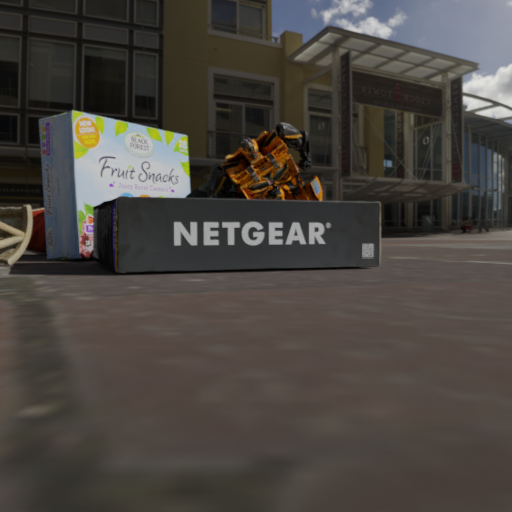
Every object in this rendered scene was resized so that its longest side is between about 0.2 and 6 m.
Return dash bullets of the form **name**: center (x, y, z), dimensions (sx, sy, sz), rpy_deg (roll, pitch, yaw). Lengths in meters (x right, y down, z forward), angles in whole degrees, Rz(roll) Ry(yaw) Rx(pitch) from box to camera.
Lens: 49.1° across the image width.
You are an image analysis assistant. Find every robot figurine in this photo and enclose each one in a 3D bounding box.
- **robot figurine**: center (0.296, -1.026, 9.187), dimensions (1.839, 0.738, 2.536), rpy_deg (-35, -31, 0)

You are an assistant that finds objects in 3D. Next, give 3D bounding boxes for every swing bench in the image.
- **swing bench**: center (-3.984, -0.279, 7.435), dimensions (1.369, 0.893, 1.376), rpy_deg (0, 0, 24)

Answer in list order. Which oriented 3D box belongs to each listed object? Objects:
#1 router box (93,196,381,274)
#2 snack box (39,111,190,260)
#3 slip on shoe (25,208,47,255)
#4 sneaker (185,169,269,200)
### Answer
- **router box**: center (-0.405, -0.290, 7.517), dimensions (3.268, 0.853, 2.569), rpy_deg (-1, 2, -21)
- **snack box**: center (-2.369, -1.136, 9.969), dimensions (0.942, 2.348, 2.785), rpy_deg (-3, 0, 32)
- **slip on shoe**: center (-3.660, -0.553, 11.126), dimensions (2.776, 1.028, 0.849), rpy_deg (3, -16, 6)
- **sneaker**: center (-0.526, -1.074, 11.040), dimensions (1.762, 1.176, 3.076), rpy_deg (-34, 1, 6)
